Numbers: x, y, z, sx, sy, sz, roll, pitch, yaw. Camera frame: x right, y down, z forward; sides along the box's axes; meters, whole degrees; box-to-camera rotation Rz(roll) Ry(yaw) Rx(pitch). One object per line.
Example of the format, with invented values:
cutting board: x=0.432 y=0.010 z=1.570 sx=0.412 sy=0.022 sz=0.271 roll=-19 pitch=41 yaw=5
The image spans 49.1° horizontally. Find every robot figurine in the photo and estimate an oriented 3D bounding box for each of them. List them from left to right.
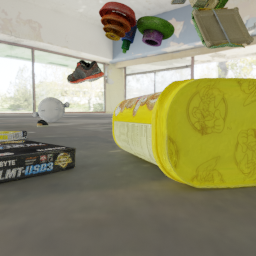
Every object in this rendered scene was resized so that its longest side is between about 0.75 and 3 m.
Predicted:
robot figurine: x=-3.526 y=-0.846 z=12.965 sx=1.722 sy=1.146 sz=2.030 roll=-22 pitch=7 yaw=-8

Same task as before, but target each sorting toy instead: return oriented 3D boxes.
sorting toy: x=0.211 y=-3.590 z=10.686 sx=2.982 sy=1.224 sz=1.792 roll=15 pitch=-4 yaw=-17

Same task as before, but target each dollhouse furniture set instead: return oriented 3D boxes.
dollhouse furniture set: x=2.319 y=-3.064 z=8.197 sx=1.581 sy=2.414 sz=1.211 roll=-11 pitch=-18 yaw=-19

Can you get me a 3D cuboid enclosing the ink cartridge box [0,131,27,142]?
ink cartridge box: x=-2.428 y=0.147 z=5.249 sx=0.828 sy=0.195 sz=0.818 roll=2 pitch=4 yaw=-5

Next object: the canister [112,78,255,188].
canister: x=0.656 y=-0.008 z=2.940 sx=1.392 sy=0.811 sz=1.874 roll=-1 pitch=3 yaw=-16

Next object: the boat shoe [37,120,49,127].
boat shoe: x=-2.885 y=-0.159 z=9.501 sx=0.291 sy=0.243 sz=0.779 roll=-2 pitch=2 yaw=2

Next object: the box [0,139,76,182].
box: x=-1.178 y=0.288 z=2.672 sx=0.968 sy=0.242 sz=0.975 roll=2 pitch=4 yaw=39

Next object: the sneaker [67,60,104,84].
sneaker: x=-1.044 y=-1.350 z=6.565 sx=1.248 sy=0.511 sz=0.481 roll=2 pitch=30 yaw=43
